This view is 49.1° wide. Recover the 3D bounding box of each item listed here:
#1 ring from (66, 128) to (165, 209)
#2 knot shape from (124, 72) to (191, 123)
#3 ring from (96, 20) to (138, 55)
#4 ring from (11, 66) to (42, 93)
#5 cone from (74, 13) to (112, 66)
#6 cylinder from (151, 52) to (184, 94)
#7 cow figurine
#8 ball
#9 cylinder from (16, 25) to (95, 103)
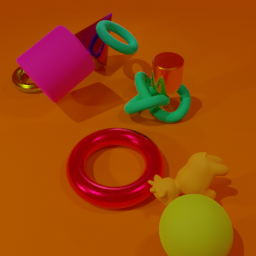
[{"bbox_3d":[-0.261,0.754,5.885,2.059,0.412,2.059,0,43,0],"label":"ring"},{"bbox_3d":[0.670,-0.871,7.312,1.696,0.784,1.587,-4,43,-15],"label":"knot shape"},{"bbox_3d":[-0.292,-2.613,8.079,1.357,0.271,1.357,24,37,-20],"label":"ring"},{"bbox_3d":[-2.804,-1.556,8.422,1.359,0.272,1.359,1,47,-1],"label":"ring"},{"bbox_3d":[-0.891,-2.932,8.671,1.459,1.459,1.465,37,96,33],"label":"cone"},{"bbox_3d":[0.951,-1.328,6.785,0.744,0.744,0.744,-1,47,1],"label":"cylinder"},{"bbox_3d":[1.045,0.919,5.065,1.184,1.204,0.661,16,21,-11],"label":"cow figurine"},{"bbox_3d":[1.001,1.531,4.173,1.065,1.065,1.065,0,43,0],"label":"ball"},{"bbox_3d":[-1.722,-1.527,6.795,1.338,1.338,1.338,-43,54,-9],"label":"cylinder"}]
